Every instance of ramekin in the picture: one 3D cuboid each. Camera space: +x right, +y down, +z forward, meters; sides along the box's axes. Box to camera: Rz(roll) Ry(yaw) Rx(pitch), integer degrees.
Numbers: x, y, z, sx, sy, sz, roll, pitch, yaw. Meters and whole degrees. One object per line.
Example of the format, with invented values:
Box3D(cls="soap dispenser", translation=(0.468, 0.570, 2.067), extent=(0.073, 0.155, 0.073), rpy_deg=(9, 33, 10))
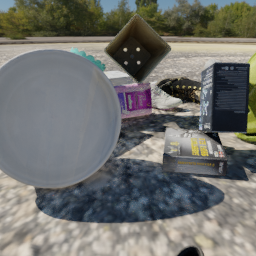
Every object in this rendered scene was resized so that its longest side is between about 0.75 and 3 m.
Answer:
Box3D(cls="ramekin", translation=(-1.730, -0.229, 6.338), extent=(2.952, 2.952, 1.375), rpy_deg=(-10, 12, -24))

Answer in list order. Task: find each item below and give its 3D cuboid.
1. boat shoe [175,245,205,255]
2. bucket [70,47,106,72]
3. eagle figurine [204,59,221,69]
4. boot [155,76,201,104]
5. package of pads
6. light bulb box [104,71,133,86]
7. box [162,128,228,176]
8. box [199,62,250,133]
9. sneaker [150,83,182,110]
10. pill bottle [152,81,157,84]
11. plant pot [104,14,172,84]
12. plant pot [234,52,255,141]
Box3D(cls="boat shoe", translation=(0.290, 2.124, 3.042), extent=(0.742, 0.633, 2.220), rpy_deg=(14, 25, 32))
Box3D(cls="bucket", translation=(-1.584, -2.070, 9.929), extent=(1.487, 0.968, 1.487), rpy_deg=(27, 1, 0))
Box3D(cls="eagle figurine", translation=(4.399, -1.943, 12.493), extent=(1.866, 1.876, 2.472), rpy_deg=(16, 12, -14))
Box3D(cls="boot", translation=(2.456, -1.628, 12.503), extent=(2.581, 0.945, 1.944), rpy_deg=(-21, 33, -39))
Box3D(cls="package of pads", translation=(-0.111, -0.977, 10.329), extent=(2.018, 1.216, 0.764), rpy_deg=(-10, 13, -24))
Box3D(cls="light bulb box", translation=(-0.853, -2.044, 13.359), extent=(1.668, 1.050, 1.683), rpy_deg=(-10, 22, -24))
Box3D(cls="box", translation=(1.702, 0.550, 7.405), extent=(1.495, 0.456, 1.888), rpy_deg=(4, 21, 10))
Box3D(cls="box", translation=(2.460, -0.739, 7.288), extent=(0.907, 1.694, 1.257), rpy_deg=(1, 1, 1))
Box3D(cls="sneaker", translation=(1.248, -1.294, 11.528), extent=(1.970, 0.981, 0.738), rpy_deg=(9, 21, 18))
Box3D(cls="pill bottle", translation=(1.688, -1.987, 13.709), extent=(1.265, 0.701, 0.701), rpy_deg=(-18, 27, -39))
Box3D(cls="plant pot", translation=(0.244, -2.672, 10.034), extent=(1.677, 1.679, 1.487), rpy_deg=(42, -2, -9))
Box3D(cls="plant pot", translation=(4.273, -0.944, 8.648), extent=(2.642, 2.873, 2.873), rpy_deg=(-29, 34, -33))
